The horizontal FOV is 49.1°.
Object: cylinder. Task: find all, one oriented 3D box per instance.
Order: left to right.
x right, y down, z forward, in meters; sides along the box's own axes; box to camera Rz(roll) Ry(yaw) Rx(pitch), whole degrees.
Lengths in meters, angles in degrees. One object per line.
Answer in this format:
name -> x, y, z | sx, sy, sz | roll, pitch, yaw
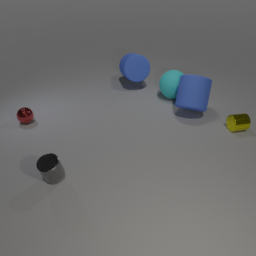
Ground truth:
cylinder -> -2.419, 1.260, 8.784 | 0.700, 0.700, 0.700 | -4, 50, 4
cylinder -> 0.337, -3.258, 15.024 | 1.400, 1.400, 1.400 | -7, 19, -11
cylinder -> 2.910, -1.539, 12.475 | 1.400, 1.400, 1.400 | 11, 2, 0
cylinder -> 4.541, -0.231, 11.536 | 0.700, 0.700, 0.700 | -6, 32, -11

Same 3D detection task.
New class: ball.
ball -> -4.409, -0.542, 12.011 | 0.700, 0.700, 0.700 | 0, 32, 0
ball -> 2.259, -2.174, 13.944 | 1.400, 1.400, 1.400 | 0, 32, 0
